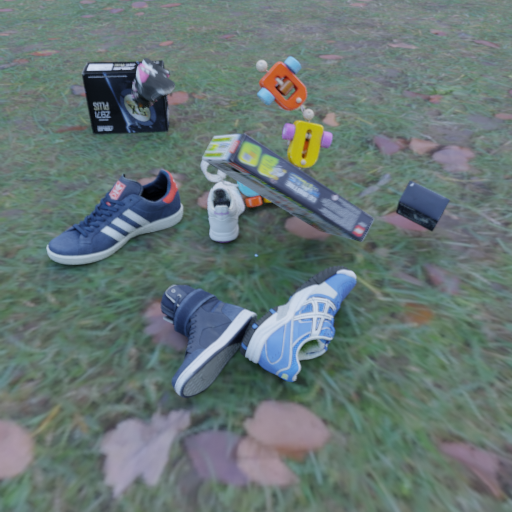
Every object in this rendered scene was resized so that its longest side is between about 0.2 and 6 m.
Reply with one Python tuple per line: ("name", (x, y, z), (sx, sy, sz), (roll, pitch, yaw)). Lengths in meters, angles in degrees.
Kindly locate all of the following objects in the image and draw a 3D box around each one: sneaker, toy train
("sneaker", (-2.233, -3.461, 11.751), (0.822, 0.883, 2.046), (26, 20, -16))
("sneaker", (-0.641, -1.192, 12.018), (0.772, 1.028, 2.063), (-3, 35, -1))
("sneaker", (-1.103, 1.267, 8.905), (1.498, 0.788, 2.073), (27, 34, 15))
("sneaker", (0.907, 1.101, 9.275), (1.000, 0.983, 2.596), (38, 54, 20))
("toy train", (0.272, -2.672, 12.561), (2.377, 3.165, 0.880), (37, 4, -15))
("sneaker", (-2.908, -0.919, 11.454), (3.033, 1.282, 1.137), (-31, 47, -33))

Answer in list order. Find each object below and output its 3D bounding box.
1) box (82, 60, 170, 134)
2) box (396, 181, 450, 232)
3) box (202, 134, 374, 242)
("box", (-3.568, -4.412, 15.594), (2.143, 1.755, 0.923), (-2, 38, -4))
("box", (3.318, -0.987, 11.237), (0.854, 0.868, 0.510), (30, 84, 15))
("box", (0.588, -1.257, 10.517), (3.016, 0.524, 1.660), (29, -2, -25))
